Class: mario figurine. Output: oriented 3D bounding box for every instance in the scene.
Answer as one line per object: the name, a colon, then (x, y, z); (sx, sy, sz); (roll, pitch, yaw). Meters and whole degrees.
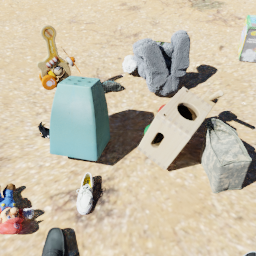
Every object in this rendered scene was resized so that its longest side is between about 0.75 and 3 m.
mario figurine: (-3.267, 2.142, 7.752); (1.048, 0.900, 1.698); (-21, 46, -21)

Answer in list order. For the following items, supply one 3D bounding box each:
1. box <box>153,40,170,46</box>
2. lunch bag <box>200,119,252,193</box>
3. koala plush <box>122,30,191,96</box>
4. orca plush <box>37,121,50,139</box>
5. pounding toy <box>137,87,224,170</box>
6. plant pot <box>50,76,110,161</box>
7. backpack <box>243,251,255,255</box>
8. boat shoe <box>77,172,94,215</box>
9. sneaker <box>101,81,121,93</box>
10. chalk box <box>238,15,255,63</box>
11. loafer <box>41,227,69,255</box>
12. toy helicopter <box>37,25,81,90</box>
box: (1.546, -4.021, 14.474); (1.467, 0.361, 1.519); (13, 45, 10)
lunch bag: (2.859, 0.798, 8.655); (1.096, 1.529, 1.864); (-10, 45, -2)
koala plush: (1.071, -2.853, 12.287); (2.454, 2.544, 2.768); (-19, 26, -20)
orca plush: (-3.036, 0.031, 10.301); (0.509, 0.344, 0.968); (-22, 48, -21)
pounding toy: (1.845, -0.565, 9.061); (1.342, 2.576, 2.932); (37, 48, 10)
plant pot: (-1.516, -0.428, 9.047); (1.616, 2.288, 1.617); (8, 25, 9)
backpack: (3.077, 3.456, 6.231); (0.978, 1.153, 1.299); (9, 35, -23)
boat shoe: (-1.239, 1.861, 8.265); (0.481, 0.555, 1.302); (4, 44, 4)
sneaker: (-0.977, -1.788, 12.170); (1.313, 0.495, 0.520); (-5, 30, -13)
chalk box: (6.366, -4.550, 13.571); (1.459, 2.345, 1.451); (10, 45, 10)
loafer: (-1.791, 3.249, 6.759); (0.640, 0.661, 1.884); (-5, 44, -5)
toy helicopter: (-2.703, -2.679, 10.623); (1.571, 2.375, 0.937); (-15, 32, -17)
